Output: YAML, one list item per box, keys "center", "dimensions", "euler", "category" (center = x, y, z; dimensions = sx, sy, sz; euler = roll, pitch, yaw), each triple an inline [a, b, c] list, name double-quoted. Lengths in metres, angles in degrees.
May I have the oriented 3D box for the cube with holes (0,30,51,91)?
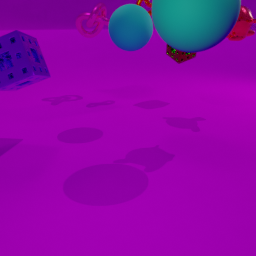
- center: [-2.447, -1.421, 6.129]
  dimensions: [0.948, 0.948, 0.948]
  euler: [-19, 6, 8]
  category: "cube with holes"

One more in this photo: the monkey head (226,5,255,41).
- center: [3.018, -2.828, 7.493]
  dimensions: [1.029, 0.862, 1.431]
  euler: [-11, 40, -22]
  category: "monkey head"

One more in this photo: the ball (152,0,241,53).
- center: [1.065, -1.913, 4.471]
  dimensions: [1.369, 1.369, 1.369]
  euler: [0, 21, 0]
  category: "ball"

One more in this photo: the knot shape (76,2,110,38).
- center: [-1.188, -3.682, 9.774]
  dimensions: [1.337, 0.660, 1.428]
  euler: [-18, -8, 20]
  category: "knot shape"

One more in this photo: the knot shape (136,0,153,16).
- center: [0.792, -4.207, 9.112]
  dimensions: [0.994, 1.062, 0.491]
  euler: [-13, 34, -27]
  category: "knot shape"

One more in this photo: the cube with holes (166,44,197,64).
- center: [1.789, -2.719, 9.307]
  dimensions: [0.728, 0.728, 0.728]
  euler: [-25, 51, -19]
  category: "cube with holes"

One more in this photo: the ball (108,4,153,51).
- center: [0.063, -2.354, 6.616]
  dimensions: [1.049, 1.049, 1.049]
  euler: [0, 21, 0]
  category: "ball"
